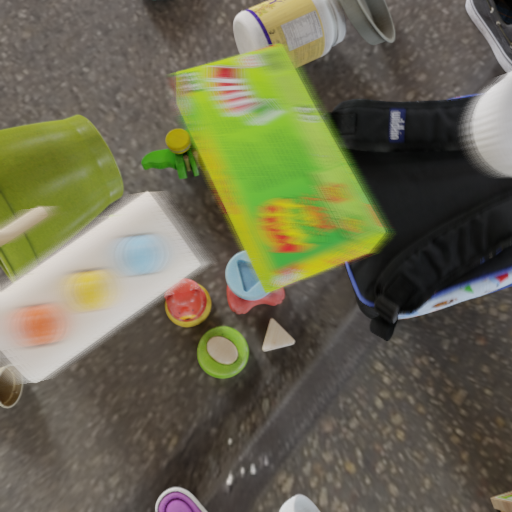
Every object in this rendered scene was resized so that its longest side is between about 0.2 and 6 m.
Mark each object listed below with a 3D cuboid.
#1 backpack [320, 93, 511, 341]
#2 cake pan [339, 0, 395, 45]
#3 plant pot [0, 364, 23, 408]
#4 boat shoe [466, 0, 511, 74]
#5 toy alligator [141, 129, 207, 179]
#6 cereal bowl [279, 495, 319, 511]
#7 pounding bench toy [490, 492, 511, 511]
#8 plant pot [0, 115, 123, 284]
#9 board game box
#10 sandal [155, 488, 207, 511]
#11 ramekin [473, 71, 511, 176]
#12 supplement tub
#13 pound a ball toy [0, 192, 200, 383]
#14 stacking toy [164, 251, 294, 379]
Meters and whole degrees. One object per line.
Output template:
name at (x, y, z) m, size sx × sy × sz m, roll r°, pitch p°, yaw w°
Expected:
backpack at (3.046, -0.761, 8.988) m, size 3.528 × 2.853 × 3.704 m, roll -16°, pitch 76°, yaw 14°
cake pan at (2.123, -5.179, 11.281) m, size 0.387 × 2.107 × 2.107 m, roll -23°, pitch 67°, yaw 33°
plant pot at (-4.352, 2.146, 9.257) m, size 0.645 × 0.705 × 0.705 m, roll -2°, pitch 70°, yaw 10°
boat shoe at (5.440, -4.647, 11.449) m, size 1.037 × 0.982 × 2.966 m, roll -22°, pitch 72°, yaw -8°
toy alligator at (-0.704, -2.187, 10.627) m, size 2.999 × 0.889 × 0.814 m, roll -29°, pitch 73°, yaw -10°
cereal bowl at (0.700, 4.231, 8.224) m, size 0.531 × 1.275 × 1.275 m, roll -35°, pitch 73°, yaw 11°
pounding bench toy at (4.261, 4.393, 7.978) m, size 2.400 × 1.491 × 1.872 m, roll -15°, pitch 72°, yaw -5°
plant pot at (-3.734, -1.216, 9.668) m, size 2.427 × 2.521 × 2.521 m, roll -33°, pitch 73°, yaw -24°
board game box at (0.211, -1.138, 6.873) m, size 1.443 × 0.676 × 2.841 m, roll -21°, pitch 73°, yaw -14°
sandal at (-0.707, 4.432, 8.467) m, size 2.147 × 0.528 × 0.874 m, roll 35°, pitch 76°, yaw 10°
ramekin at (3.086, -1.480, 6.341) m, size 1.312 × 0.611 × 1.312 m, roll 0°, pitch 92°, yaw -13°
supplement tub at (0.667, -4.474, 11.179) m, size 1.918 × 1.394 × 1.394 m, roll -27°, pitch 73°, yaw -10°
pound a ball toy at (-2.126, 0.172, 6.086) m, size 2.557 × 1.086 × 1.667 m, roll -35°, pitch 103°, yaw -7°
stacking toy at (-0.414, 0.943, 9.523) m, size 2.092 × 0.884 × 1.894 m, roll -23°, pitch 72°, yaw -8°
